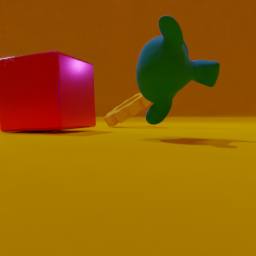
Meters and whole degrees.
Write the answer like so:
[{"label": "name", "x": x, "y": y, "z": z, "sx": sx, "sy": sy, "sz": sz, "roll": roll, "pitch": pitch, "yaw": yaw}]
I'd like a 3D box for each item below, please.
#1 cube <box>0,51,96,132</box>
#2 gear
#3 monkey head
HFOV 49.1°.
[{"label": "cube", "x": -1.566, "y": -0.650, "z": 5.592, "sx": 1.362, "sy": 1.362, "sz": 1.362, "roll": -2, "pitch": 2, "yaw": 21}, {"label": "gear", "x": 0.065, "y": -0.607, "z": 8.084, "sx": 1.637, "sy": 0.303, "sz": 1.637, "roll": -31, "pitch": 10, "yaw": 6}, {"label": "monkey head", "x": 0.626, "y": -0.723, "z": 3.645, "sx": 1.006, "sy": 1.398, "sz": 0.842, "roll": 17, "pitch": 31, "yaw": 19}]
